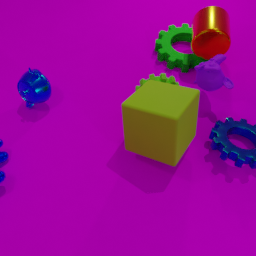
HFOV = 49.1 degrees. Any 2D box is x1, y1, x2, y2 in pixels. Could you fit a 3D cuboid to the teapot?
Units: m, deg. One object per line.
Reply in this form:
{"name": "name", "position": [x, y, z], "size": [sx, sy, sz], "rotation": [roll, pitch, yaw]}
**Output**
{"name": "teapot", "position": [-2.545, -1.088, 7.485], "size": [0.936, 1.505, 0.737], "rotation": [34, 43, 8]}

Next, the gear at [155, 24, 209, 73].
{"name": "gear", "position": [1.845, -2.615, 9.062], "size": [1.902, 0.352, 1.902], "rotation": [0, 58, 0]}

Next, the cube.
{"name": "cube", "position": [0.777, -0.166, 6.558], "size": [1.327, 1.327, 1.327], "rotation": [17, 41, 27]}

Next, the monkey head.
{"name": "monkey head", "position": [2.319, -1.471, 7.592], "size": [0.967, 0.810, 1.344], "rotation": [-39, 32, -18]}

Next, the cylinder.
{"name": "cylinder", "position": [2.446, -2.808, 8.295], "size": [1.106, 1.106, 1.106], "rotation": [8, 58, 5]}

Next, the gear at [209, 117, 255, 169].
{"name": "gear", "position": [2.831, 0.335, 7.010], "size": [1.520, 0.281, 1.520], "rotation": [3, 43, -3]}

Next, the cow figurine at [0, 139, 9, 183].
{"name": "cow figurine", "position": [-3.671, 0.993, 6.265], "size": [1.696, 0.946, 1.724], "rotation": [-13, 32, -9]}

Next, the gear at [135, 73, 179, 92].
{"name": "gear", "position": [0.783, -0.956, 7.462], "size": [1.166, 1.166, 0.216], "rotation": [-3, 55, -2]}
